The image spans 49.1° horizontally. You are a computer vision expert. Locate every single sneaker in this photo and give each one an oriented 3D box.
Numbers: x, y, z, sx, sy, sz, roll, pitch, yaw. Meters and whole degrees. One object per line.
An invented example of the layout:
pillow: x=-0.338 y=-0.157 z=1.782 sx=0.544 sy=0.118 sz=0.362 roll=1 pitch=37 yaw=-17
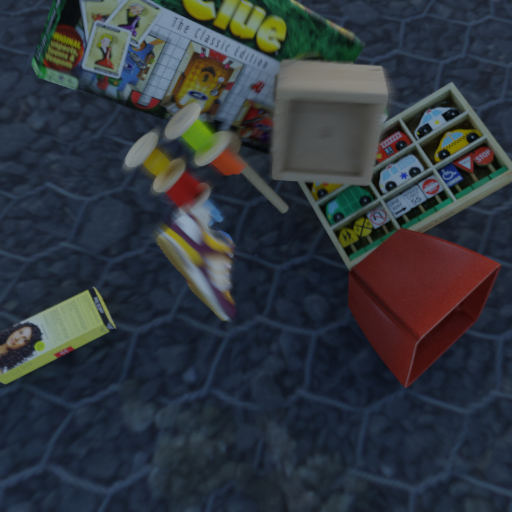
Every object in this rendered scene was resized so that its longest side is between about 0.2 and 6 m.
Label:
sneaker: x=-0.716 y=0.189 z=9.680 sx=1.054 sy=2.340 sz=0.877 roll=-42 pitch=48 yaw=-12

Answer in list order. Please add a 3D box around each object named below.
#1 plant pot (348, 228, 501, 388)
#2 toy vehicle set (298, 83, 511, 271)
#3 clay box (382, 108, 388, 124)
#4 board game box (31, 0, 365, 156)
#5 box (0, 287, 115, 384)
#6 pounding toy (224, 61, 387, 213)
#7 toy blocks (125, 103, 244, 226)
plant pot: x=2.781 y=0.741 z=10.055 sx=2.057 sy=2.055 sz=1.812 roll=-37 pitch=59 yaw=-16
toy vehicle set: x=2.887 y=-1.532 z=11.140 sx=3.621 sy=0.480 sz=2.250 roll=-31 pitch=70 yaw=7
clay box: x=1.926 y=-2.683 z=11.583 sx=1.448 sy=0.345 sz=0.832 roll=-15 pitch=23 yaw=33
board game box: x=-0.749 y=-3.600 z=9.947 sx=5.458 sy=2.859 sz=0.640 roll=10 pitch=33 yaw=-38
box: x=-3.824 y=1.472 z=10.400 sx=2.217 sy=0.556 sz=0.835 roll=-27 pitch=68 yaw=-13
pounding toy: x=0.695 y=-2.197 z=10.500 sx=2.948 sy=2.590 sz=1.349 roll=4 pitch=42 yaw=2
toy blocks: x=-1.000 y=-1.489 z=10.049 sx=1.736 sy=2.083 sz=0.756 roll=-27 pitch=40 yaw=26
